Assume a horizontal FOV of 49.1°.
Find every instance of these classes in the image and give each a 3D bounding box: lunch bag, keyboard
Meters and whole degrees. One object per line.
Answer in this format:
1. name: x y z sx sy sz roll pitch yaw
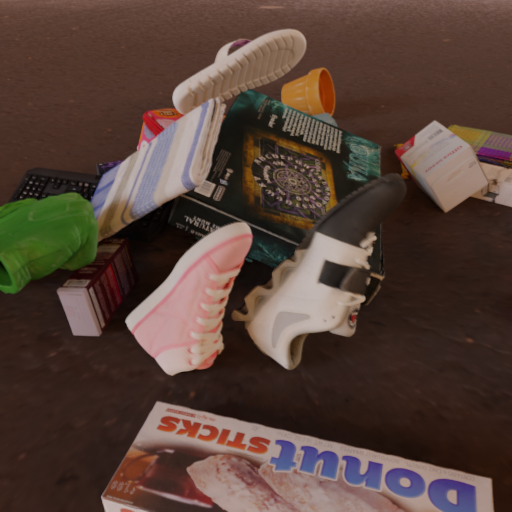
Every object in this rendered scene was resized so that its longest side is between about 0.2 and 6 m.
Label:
1. lunch bag: -0.882 -2.079 11.443 2.651 1.086 2.336 -6 37 -37
2. keyboard: -3.022 -0.871 9.741 3.012 0.597 1.568 8 65 14

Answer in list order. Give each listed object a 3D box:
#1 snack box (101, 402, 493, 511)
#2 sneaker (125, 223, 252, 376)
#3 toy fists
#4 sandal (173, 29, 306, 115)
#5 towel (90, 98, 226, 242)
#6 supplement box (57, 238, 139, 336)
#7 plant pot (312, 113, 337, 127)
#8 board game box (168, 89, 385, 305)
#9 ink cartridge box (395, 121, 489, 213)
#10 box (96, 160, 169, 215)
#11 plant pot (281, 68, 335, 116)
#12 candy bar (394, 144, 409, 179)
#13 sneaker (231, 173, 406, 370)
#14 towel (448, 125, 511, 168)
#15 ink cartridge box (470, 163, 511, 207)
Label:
1. snack box: 0.397 2.327 5.352 3.494 0.425 1.256 9 33 14
2. sneaker: -0.592 0.626 6.702 1.146 2.192 0.825 54 29 14
3. toy fists: -3.404 -0.197 8.194 3.160 1.087 1.611 0 32 47
4. sandal: -0.369 -3.677 10.700 2.863 1.165 0.704 -28 70 -9
5. towel: -1.670 -1.186 8.641 2.785 0.331 2.045 -26 37 31
6. supplement box: -2.223 0.414 8.066 0.434 0.776 1.427 0 30 15
7. plant pot: 1.639 -3.038 13.795 0.665 0.667 0.679 -15 41 -23
8. board game box: 0.681 -1.362 9.895 3.209 0.668 4.744 23 36 -4
9. ink cartridge box: 3.632 -1.765 11.028 1.031 1.027 1.419 -36 32 11
10. box: -2.465 -1.330 11.058 1.139 0.636 1.613 -13 34 -15
11. plant pot: 1.407 -4.439 15.576 1.202 1.313 1.313 -2 28 28
12. candy bar: 3.491 -2.232 12.871 0.490 0.218 1.966 1 32 8
13. sneaker: 1.007 0.275 6.845 1.237 2.794 1.035 49 25 19
14. towel: 5.559 -2.624 13.467 2.398 0.273 1.722 18 36 26
15. ink cartridge box: 4.902 -1.451 11.350 1.157 0.497 0.847 19 36 30
